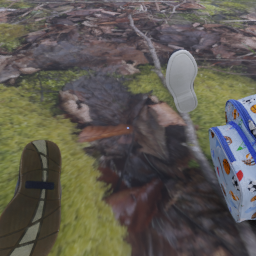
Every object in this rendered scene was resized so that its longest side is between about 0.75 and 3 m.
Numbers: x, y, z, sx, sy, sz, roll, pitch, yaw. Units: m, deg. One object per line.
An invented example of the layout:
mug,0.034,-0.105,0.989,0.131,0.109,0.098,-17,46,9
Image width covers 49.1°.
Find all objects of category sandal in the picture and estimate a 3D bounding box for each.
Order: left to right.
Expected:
sandal,-1.812,1.395,5.290,1.054,0.704,2.580,9,50,-18

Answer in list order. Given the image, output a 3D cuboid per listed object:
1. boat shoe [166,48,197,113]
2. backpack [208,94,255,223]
boat shoe,1.180,-1.090,6.239,0.697,1.886,0.569,-21,53,9
backpack,2.517,0.533,5.207,1.877,2.436,2.320,-6,48,8
